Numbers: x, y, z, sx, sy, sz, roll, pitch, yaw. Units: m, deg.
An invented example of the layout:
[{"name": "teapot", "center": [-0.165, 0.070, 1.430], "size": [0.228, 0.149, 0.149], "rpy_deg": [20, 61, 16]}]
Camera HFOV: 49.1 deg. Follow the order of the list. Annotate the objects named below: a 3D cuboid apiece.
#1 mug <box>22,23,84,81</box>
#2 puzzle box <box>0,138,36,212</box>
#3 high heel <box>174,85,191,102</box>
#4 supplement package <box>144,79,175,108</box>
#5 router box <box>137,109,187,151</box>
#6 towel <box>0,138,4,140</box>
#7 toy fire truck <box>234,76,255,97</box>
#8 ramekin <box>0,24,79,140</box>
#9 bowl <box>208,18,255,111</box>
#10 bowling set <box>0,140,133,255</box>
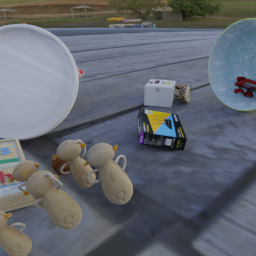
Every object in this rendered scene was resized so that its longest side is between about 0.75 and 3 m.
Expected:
[{"name": "mug", "center": [-3.180, -1.973, 10.023], "size": [2.584, 2.294, 1.724], "rpy_deg": [35, 10, -11]}, {"name": "puzzle box", "center": [-3.203, 0.933, 4.963], "size": [2.745, 0.349, 1.826], "rpy_deg": [-8, 34, -30]}, {"name": "high heel", "center": [1.696, -1.337, 10.600], "size": [1.299, 0.651, 1.822], "rpy_deg": [2, 18, 15]}, {"name": "supplement package", "center": [1.178, -1.291, 10.263], "size": [0.977, 0.752, 1.022], "rpy_deg": [7, 25, 14]}, {"name": "router box", "center": [0.844, 0.008, 7.455], "size": [1.158, 0.397, 1.553], "rpy_deg": [8, 24, -4]}, {"name": "towel", "center": [-4.864, -0.402, 7.421], "size": [2.923, 0.349, 2.116], "rpy_deg": [12, 19, -31]}, {"name": "toy fire truck", "center": [4.185, -1.425, 9.557], "size": [1.000, 0.561, 0.840], "rpy_deg": [14, -3, -19]}, {"name": "ramekin", "center": [-2.670, -1.094, 7.364], "size": [2.878, 2.878, 1.340], "rpy_deg": [-1, -4, -3]}, {"name": "bowl", "center": [4.396, -2.121, 9.546], "size": [1.593, 2.960, 2.960], "rpy_deg": [-9, 25, -30]}, {"name": "bowling set", "center": [-1.171, 0.729, 4.230], "size": [2.180, 1.171, 1.518], "rpy_deg": [-29, 40, -8]}]
